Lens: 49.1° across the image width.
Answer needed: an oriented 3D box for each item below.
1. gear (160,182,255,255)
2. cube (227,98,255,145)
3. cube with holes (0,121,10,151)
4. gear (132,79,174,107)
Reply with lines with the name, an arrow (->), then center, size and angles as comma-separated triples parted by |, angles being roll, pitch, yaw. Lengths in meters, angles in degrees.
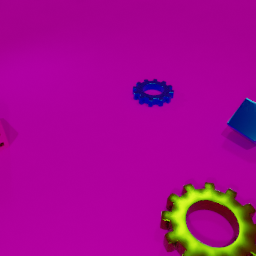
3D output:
gear -> 1.478, 1.774, 5.017 | 1.758, 0.325, 1.758 | 0, 41, 0
cube -> 2.960, -0.136, 6.699 | 0.765, 0.765, 0.765 | 39, 9, 28
cube with holes -> -3.575, 0.079, 6.588 | 0.954, 0.954, 0.954 | -32, 49, -32
gear -> 0.764, -1.091, 8.547 | 1.238, 0.229, 1.238 | 0, 40, 0
